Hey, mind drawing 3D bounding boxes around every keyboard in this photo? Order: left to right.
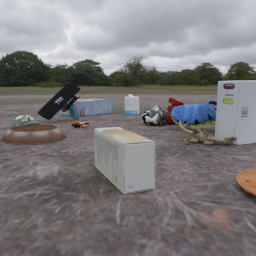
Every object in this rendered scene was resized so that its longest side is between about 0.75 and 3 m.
[{"bbox_3d":[-3.193,-1.177,13.592,1.176,0.448,2.260,29,66,27],"label":"keyboard"}]

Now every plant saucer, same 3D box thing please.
[{"bbox_3d":[-3.153,0.164,9.442,2.092,0.383,2.092,0,8,0],"label":"plant saucer"}]

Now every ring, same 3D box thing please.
[{"bbox_3d":[2.845,1.012,4.627,1.975,0.189,1.975,-1,9,0],"label":"ring"}]

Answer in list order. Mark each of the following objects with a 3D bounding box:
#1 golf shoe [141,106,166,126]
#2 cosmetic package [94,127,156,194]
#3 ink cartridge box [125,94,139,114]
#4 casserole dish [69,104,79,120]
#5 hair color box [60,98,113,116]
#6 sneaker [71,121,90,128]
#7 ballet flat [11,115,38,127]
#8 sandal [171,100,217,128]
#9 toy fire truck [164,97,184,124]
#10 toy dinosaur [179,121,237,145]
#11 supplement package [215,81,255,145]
[{"bbox_3d":[1.089,-0.606,12.973,0.997,0.820,2.110,0,8,-3],"label":"golf shoe"},{"bbox_3d":[-0.126,0.534,5.389,0.610,0.903,1.717,-4,11,-22],"label":"cosmetic package"},{"bbox_3d":[0.248,-1.466,17.201,0.746,1.191,0.765,2,9,15],"label":"ink cartridge box"},{"bbox_3d":[-2.771,-0.787,14.229,0.557,0.919,0.178,19,43,30],"label":"casserole dish"},{"bbox_3d":[-2.471,-1.284,16.991,2.960,0.897,1.465,-9,13,-42],"label":"hair color box"},{"bbox_3d":[-1.992,-0.130,11.762,0.796,0.301,0.366,6,1,-7],"label":"sneaker"},{"bbox_3d":[-4.435,-0.318,12.157,0.510,0.482,1.514,3,9,21],"label":"ballet flat"},{"bbox_3d":[3.031,-0.652,10.702,2.749,1.092,1.197,-1,-35,12],"label":"sandal"},{"bbox_3d":[2.504,-0.636,13.149,1.590,1.061,1.893,25,10,-1],"label":"toy fire truck"},{"bbox_3d":[2.181,0.245,8.805,1.142,0.657,2.259,13,5,-44],"label":"toy dinosaur"},{"bbox_3d":[3.730,-0.541,8.904,1.487,1.909,1.059,-3,9,-21],"label":"supplement package"}]
